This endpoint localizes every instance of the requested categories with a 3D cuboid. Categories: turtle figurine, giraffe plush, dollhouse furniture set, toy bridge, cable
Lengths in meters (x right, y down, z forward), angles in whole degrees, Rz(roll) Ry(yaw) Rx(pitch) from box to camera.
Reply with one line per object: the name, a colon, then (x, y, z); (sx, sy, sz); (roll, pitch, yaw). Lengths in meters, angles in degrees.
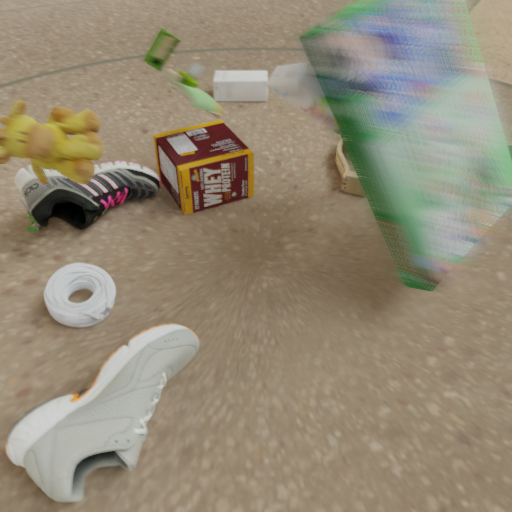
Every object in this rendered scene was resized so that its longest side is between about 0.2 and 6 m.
turtle figurine: (-4.474, -0.940, 11.217); (0.627, 0.871, 0.844); (-27, 40, 21)
giraffe plush: (-3.359, -1.819, 8.758); (1.532, 1.322, 1.243); (-6, -5, 18)
dollhouse furniture set: (-1.346, -3.665, 11.259); (1.963, 0.758, 0.981); (45, 18, 23)
toy bridge: (2.500, -2.498, 13.180); (1.105, 0.447, 3.287); (14, 42, 17)
cable: (-2.911, 0.647, 9.309); (1.129, 0.391, 1.129); (2, 52, -5)

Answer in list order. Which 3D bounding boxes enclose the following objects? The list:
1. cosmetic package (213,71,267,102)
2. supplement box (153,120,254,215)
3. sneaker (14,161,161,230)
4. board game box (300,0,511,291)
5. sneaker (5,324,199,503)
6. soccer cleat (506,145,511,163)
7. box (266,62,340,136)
cosmetic package: (-0.428, -4.777, 15.735); (1.503, 0.638, 0.809); (2, 39, 2)
supplement box: (-1.117, -1.931, 11.994); (1.626, 1.095, 1.649); (-18, 43, -20)
sneaker: (-3.209, -1.125, 11.137); (2.840, 1.047, 1.242); (-5, 68, -33)
board game box: (2.593, -1.960, 8.535); (2.814, 4.181, 0.609); (-39, 25, -26)
sneaker: (-1.708, 2.094, 7.434); (2.819, 1.067, 1.296); (-37, 59, -26)
soccer cleat: (5.795, -1.796, 11.826); (3.062, 1.034, 1.241); (-11, 27, -18)
box: (1.400, -2.485, 9.571); (2.222, 0.457, 1.732); (29, 6, -22)
